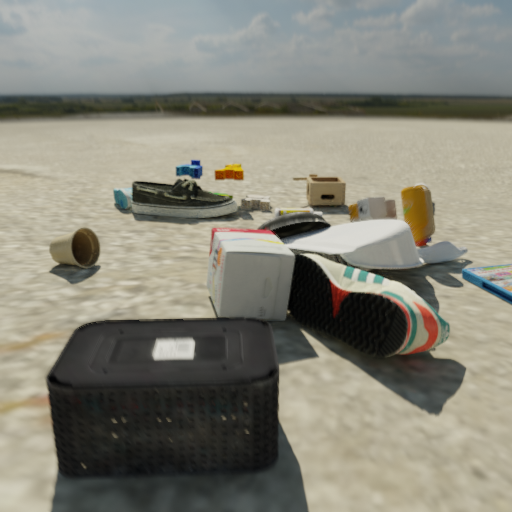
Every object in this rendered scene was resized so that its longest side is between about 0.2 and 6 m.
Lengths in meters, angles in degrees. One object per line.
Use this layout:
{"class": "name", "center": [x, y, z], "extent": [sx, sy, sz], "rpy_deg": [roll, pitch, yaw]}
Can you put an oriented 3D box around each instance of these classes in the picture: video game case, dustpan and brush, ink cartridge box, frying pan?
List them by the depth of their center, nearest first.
{"class": "ink cartridge box", "center": [-0.127, 0.239, 8.227], "extent": [0.997, 1.002, 1.379], "rpy_deg": [3, 15, -14]}
{"class": "video game case", "center": [4.510, 0.540, 8.799], "extent": [1.513, 0.188, 2.113], "rpy_deg": [-5, 18, -15]}
{"class": "dustpan and brush", "center": [2.252, -0.077, 9.786], "extent": [3.755, 1.075, 2.621], "rpy_deg": [-16, 11, -25]}
{"class": "frying pan", "center": [1.120, -0.533, 10.579], "extent": [2.556, 0.416, 1.546], "rpy_deg": [-11, -15, -9]}

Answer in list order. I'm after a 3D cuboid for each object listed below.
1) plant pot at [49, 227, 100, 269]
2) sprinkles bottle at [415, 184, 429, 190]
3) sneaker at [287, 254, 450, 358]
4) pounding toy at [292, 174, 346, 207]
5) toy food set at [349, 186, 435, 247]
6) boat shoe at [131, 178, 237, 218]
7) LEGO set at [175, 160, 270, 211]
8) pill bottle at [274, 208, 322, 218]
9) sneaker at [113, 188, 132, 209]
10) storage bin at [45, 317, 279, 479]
{"class": "plant pot", "center": [-3.348, -0.125, 10.208], "extent": [0.679, 0.742, 0.742], "rpy_deg": [-4, 14, 28]}
{"class": "sprinkles bottle", "center": [4.415, -1.599, 15.088], "extent": [0.489, 0.489, 1.434], "rpy_deg": [5, 18, 16]}
{"class": "sneaker", "center": [1.414, 0.665, 7.578], "extent": [1.229, 0.925, 2.629], "rpy_deg": [9, 9, -32]}
{"class": "pounding toy", "center": [1.663, -1.805, 15.398], "extent": [1.335, 0.695, 1.520], "rpy_deg": [0, 17, -1]}
{"class": "toy food set", "center": [2.867, -0.680, 11.465], "extent": [1.172, 1.104, 2.455], "rpy_deg": [-5, -2, -23]}
{"class": "boat shoe", "center": [-1.839, -1.473, 14.033], "extent": [2.752, 0.876, 0.973], "rpy_deg": [3, 18, 9]}
{"class": "LEGO set", "center": [-0.999, -1.989, 15.220], "extent": [3.107, 1.185, 1.275], "rpy_deg": [6, 19, 13]}
{"class": "pill bottle", "center": [0.925, -0.766, 12.320], "extent": [1.039, 0.568, 0.568], "rpy_deg": [0, 17, 1]}
{"class": "sneaker", "center": [-3.296, -1.615, 15.094], "extent": [0.870, 0.530, 1.333], "rpy_deg": [-10, 21, -25]}
{"class": "storage bin", "center": [-0.801, 1.262, 5.283], "extent": [1.975, 0.926, 1.335], "rpy_deg": [-2, 17, -2]}
